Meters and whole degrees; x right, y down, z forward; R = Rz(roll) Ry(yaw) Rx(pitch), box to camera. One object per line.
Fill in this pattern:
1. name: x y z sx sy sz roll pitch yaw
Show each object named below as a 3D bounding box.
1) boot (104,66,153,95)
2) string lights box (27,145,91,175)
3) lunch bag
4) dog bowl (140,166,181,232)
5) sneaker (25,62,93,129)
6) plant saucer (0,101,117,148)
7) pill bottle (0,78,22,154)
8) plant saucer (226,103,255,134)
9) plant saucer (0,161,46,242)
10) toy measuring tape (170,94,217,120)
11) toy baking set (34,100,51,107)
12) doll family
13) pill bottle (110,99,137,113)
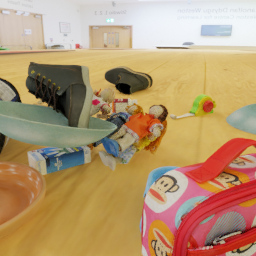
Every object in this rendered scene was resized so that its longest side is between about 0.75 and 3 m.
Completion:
1. boot: -0.380 -2.073 12.245 2.444 0.946 1.690 11 27 32
2. string lights box: -1.289 0.552 5.300 1.042 0.307 0.535 -12 22 -32
3. lunch bag: 0.991 0.839 2.470 1.793 1.579 0.734 -9 21 -25
4. dog bowl: 0.621 0.998 3.889 0.858 0.382 1.540 2 18 7
5. sneaker: -1.261 -0.523 4.975 1.153 0.812 2.170 4 31 -15
6. plant saucer: -1.290 -0.041 4.492 2.204 0.424 2.204 12 7 -2
7. pill bottle: -3.092 -0.280 5.838 1.548 1.548 2.769 -3 19 -10
8. plant saucer: 3.954 -0.314 7.665 2.376 0.457 2.376 1 19 0
9. plant saucer: -2.147 1.040 3.769 2.037 0.381 2.037 0 20 0
10. toy measuring tape: 2.021 -0.672 8.467 1.762 0.648 0.648 -11 21 -28
11. toy baking set: -2.488 -0.725 9.316 1.602 0.186 1.230 15 17 23
12. doll family: -0.133 -0.006 5.767 1.570 1.139 2.529 -34 37 -26
13. pill bottle: -0.134 -0.694 8.755 0.835 0.457 0.457 -1 19 -2
